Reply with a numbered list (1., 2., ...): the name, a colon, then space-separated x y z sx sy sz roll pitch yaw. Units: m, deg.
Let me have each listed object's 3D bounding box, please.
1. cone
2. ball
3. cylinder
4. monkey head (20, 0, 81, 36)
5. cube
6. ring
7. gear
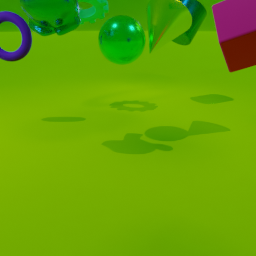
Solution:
1. cone: 0.764 -2.259 6.755 1.197 1.202 1.197 23 -17 8
2. ball: -0.143 -2.071 6.637 1.123 1.123 1.123 0 21 0
3. cylinder: 1.970 -3.751 9.882 1.187 1.187 1.187 30 -3 2
4. monkey head: -1.463 -2.508 5.629 1.798 1.083 1.293 2 33 12
5. cube: 1.625 -1.323 3.826 0.709 0.709 0.709 -14 -31 25
6. ring: -3.295 -2.511 7.731 1.324 1.324 0.265 2 18 6
7. gear: -1.445 -3.812 8.741 1.633 0.302 1.633 -4 -9 -1
